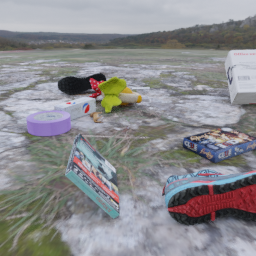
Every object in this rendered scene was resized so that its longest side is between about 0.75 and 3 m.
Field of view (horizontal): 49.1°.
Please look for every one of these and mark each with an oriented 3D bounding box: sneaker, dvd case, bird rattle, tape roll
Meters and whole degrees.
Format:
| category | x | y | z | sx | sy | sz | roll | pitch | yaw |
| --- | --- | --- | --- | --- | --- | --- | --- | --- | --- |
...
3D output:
| category | x | y | z | sx | sy | sz | roll | pitch | yaw |
| --- | --- | --- | --- | --- | --- | --- | --- | --- | --- |
| sneaker | 1.829 | 1.094 | 5.379 | 2.380 | 0.944 | 1.137 | -2 | 18 | -6 |
| sneaker | -2.448 | -2.330 | 15.167 | 2.604 | 0.986 | 1.140 | -7 | 5 | -5 |
| dvd case | -0.674 | 0.899 | 5.733 | 0.194 | 1.285 | 1.760 | -40 | 19 | 10 |
| bird rattle | -0.571 | -1.414 | 12.615 | 2.202 | 1.522 | 2.701 | 6 | 4 | -18 |
| tape roll | -2.710 | -0.189 | 9.639 | 1.452 | 0.476 | 1.452 | 0 | 19 | 0 |

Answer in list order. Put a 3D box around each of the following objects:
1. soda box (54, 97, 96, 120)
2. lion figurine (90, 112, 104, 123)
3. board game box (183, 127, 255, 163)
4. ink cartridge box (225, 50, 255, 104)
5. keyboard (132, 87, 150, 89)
| category | x | y | z | sx | sy | sz | roll | pitch | yaw |
| --- | --- | --- | --- | --- | --- | --- | --- | --- | --- |
| soda box | -2.045 | -0.754 | 11.036 | 0.557 | 0.596 | 1.749 | 14 | 24 | 33 |
| lion figurine | -1.194 | -0.392 | 10.510 | 0.488 | 0.289 | 0.797 | -9 | 25 | -5 |
| board game box | 2.694 | 0.435 | 8.115 | 1.824 | 0.316 | 1.236 | -12 | 23 | -30 |
| ink cartridge box | 5.583 | -2.363 | 12.902 | 1.739 | 1.013 | 2.402 | 0 | 63 | 3 |
| keyboard | 0.738 | -2.298 | 16.173 | 1.041 | 0.056 | 0.293 | -2 | 20 | -6 |
